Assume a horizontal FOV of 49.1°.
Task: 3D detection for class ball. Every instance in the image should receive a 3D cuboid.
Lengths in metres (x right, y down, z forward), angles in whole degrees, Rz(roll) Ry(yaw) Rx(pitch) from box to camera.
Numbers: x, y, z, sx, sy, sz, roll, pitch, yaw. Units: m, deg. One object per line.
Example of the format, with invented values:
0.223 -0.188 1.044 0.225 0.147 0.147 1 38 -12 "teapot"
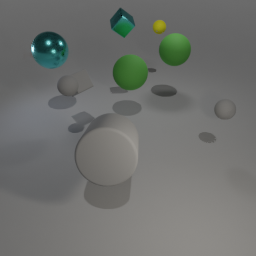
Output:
2.075 -3.458 12.409 1.400 1.400 1.400 0 32 0 "ball"
0.093 -2.199 11.129 1.400 1.400 1.400 0 32 0 "ball"
-1.999 -1.408 9.313 0.700 0.700 0.700 0 32 0 "ball"
1.637 -5.257 14.600 0.700 0.700 0.700 0 32 0 "ball"
-3.005 -3.000 10.833 1.400 1.400 1.400 0 32 0 "ball"
3.257 -0.623 9.396 0.700 0.700 0.700 0 32 0 "ball"

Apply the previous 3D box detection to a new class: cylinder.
-0.449 0.469 6.753 1.400 1.400 1.400 2 16 2 "cylinder"

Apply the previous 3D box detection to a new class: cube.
-0.227 -4.214 11.237 0.700 0.700 0.700 24 41 -35 "cube"
-1.821 -1.658 10.324 0.700 0.700 0.700 -31 11 -28 "cube"
